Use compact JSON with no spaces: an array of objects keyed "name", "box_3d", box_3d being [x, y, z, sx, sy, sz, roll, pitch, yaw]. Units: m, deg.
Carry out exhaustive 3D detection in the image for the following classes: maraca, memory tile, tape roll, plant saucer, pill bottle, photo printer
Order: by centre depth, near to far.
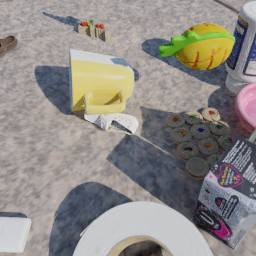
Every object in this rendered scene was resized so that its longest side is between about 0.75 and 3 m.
[{"name":"tape roll","box_3d":[0.243,2.932,5.435,2.972,0.543,2.972,-8,59,14]},{"name":"photo printer","box_3d":[-2.881,2.518,6.640,0.964,0.335,0.802,2,46,2]},{"name":"maraca","box_3d":[1.891,-2.220,7.643,2.273,1.559,1.216,-6,79,-32]},{"name":"memory tile","box_3d":[2.402,0.352,8.811,2.025,0.222,2.642,-9,47,-8]},{"name":"plant saucer","box_3d":[4.937,-0.435,9.225,2.838,0.719,2.838,1,46,-1]},{"name":"pill bottle","box_3d":[4.395,-2.677,9.805,1.644,2.963,1.644,0,46,0]}]

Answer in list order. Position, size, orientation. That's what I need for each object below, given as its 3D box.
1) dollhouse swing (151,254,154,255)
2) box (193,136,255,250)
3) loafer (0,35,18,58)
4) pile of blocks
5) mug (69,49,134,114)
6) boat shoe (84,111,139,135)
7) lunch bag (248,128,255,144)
[{"name":"dollhouse swing","box_3d":[0.440,3.407,5.824,0.946,0.832,0.860,44,20,23]},{"name":"box","box_3d":[2.396,1.506,6.268,1.240,2.161,1.428,32,60,28]},{"name":"loafer","box_3d":[-5.552,-3.673,12.398,0.652,0.634,1.785,13,47,12]},{"name":"pile of blocks","box_3d":[-1.431,-4.807,13.457,2.213,0.688,0.908,23,50,20]},{"name":"mug","box_3d":[-0.904,-1.393,9.566,2.088,2.037,2.543,-2,73,-14]},{"name":"boat shoe","box_3d":[-0.610,-0.205,9.046,1.854,0.657,0.643,12,47,10]},{"name":"lunch bag","box_3d":[4.258,0.714,6.835,2.299,2.803,1.648,36,90,27]}]
